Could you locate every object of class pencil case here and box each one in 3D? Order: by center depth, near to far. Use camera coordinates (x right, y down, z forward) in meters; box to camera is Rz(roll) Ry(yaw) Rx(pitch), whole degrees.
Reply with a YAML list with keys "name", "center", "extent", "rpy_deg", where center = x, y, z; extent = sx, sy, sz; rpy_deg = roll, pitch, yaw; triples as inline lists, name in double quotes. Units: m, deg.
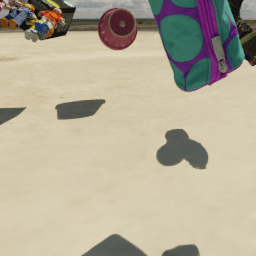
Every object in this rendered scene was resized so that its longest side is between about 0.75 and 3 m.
- name: "pencil case"
  center: [0.795, -1.884, 3.704]
  extent: [1.164, 2.736, 1.264]
  rpy_deg: [-28, 32, -1]

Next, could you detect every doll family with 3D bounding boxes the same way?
- name: "doll family"
  center: [-1.992, -2.190, 5.569]
  extent: [1.518, 0.684, 0.942]
  rpy_deg: [23, 45, -5]

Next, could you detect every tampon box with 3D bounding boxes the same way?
- name: "tampon box"
  center: [-2.819, -3.826, 9.333]
  extent: [1.333, 1.123, 1.778]
  rpy_deg: [31, 28, 1]

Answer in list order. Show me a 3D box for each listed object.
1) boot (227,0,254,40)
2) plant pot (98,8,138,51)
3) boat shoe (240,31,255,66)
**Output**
- name: "boot"
  center: [2.890, -2.860, 7.411]
  extent: [0.731, 2.110, 1.837]
  rpy_deg: [7, 40, -11]
- name: "plant pot"
  center: [-0.318, -3.695, 10.231]
  extent: [1.525, 1.525, 1.365]
  rpy_deg: [-4, 8, -10]
- name: "boat shoe"
  center: [2.171, -1.322, 4.022]
  extent: [0.513, 0.513, 1.458]
  rpy_deg: [-19, -3, -9]
